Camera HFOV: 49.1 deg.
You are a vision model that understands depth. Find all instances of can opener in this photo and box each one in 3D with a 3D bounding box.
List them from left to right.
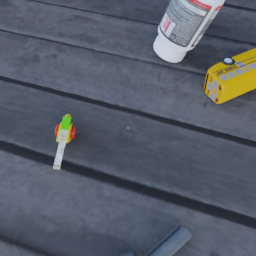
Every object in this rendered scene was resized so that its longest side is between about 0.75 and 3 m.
[{"bbox_3d":[0.499,2.771,6.256,1.997,0.533,0.668,-34,87,-20],"label":"can opener"}]

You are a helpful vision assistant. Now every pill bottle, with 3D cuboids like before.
[{"bbox_3d":[1.841,-3.431,9.071,1.442,2.488,1.442,12,52,-16],"label":"pill bottle"}]

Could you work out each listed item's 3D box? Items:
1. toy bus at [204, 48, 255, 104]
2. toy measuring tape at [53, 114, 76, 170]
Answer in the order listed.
[{"bbox_3d":[3.778,-1.807,9.028,2.760,0.898,1.080,-22,51,-15],"label":"toy bus"},{"bbox_3d":[-1.801,0.400,7.843,0.613,0.613,1.667,4,67,3],"label":"toy measuring tape"}]
